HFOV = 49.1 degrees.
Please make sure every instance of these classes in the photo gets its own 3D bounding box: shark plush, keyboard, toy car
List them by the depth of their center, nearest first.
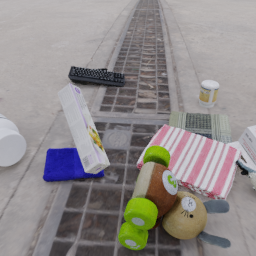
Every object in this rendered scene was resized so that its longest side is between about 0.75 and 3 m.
[{"bbox_3d":[1.309,1.977,6.901,2.535,2.000,2.082,17,42,6],"label":"toy car"},{"bbox_3d":[4.001,1.663,8.317,1.881,0.855,0.783,26,23,34],"label":"shark plush"},{"bbox_3d":[-1.628,-2.905,15.049,2.930,0.376,1.759,8,33,-7],"label":"keyboard"}]

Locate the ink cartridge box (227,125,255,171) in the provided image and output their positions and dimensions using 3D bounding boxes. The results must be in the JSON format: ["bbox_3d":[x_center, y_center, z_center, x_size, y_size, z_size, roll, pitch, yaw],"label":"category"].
[{"bbox_3d":[4.793,0.594,9.399,2.422,0.808,1.403,-11,53,-18],"label":"ink cartridge box"}]

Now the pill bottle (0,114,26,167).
[{"bbox_3d":[-4.689,0.250,9.611,2.581,1.543,1.543,27,42,35],"label":"pill bottle"}]

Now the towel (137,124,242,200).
[{"bbox_3d":[2.025,1.034,9.210,2.951,0.441,2.159,20,48,23],"label":"towel"}]

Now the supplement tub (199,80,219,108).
[{"bbox_3d":[3.655,-1.544,12.722,0.784,1.084,0.784,1,34,-1],"label":"supplement tub"}]

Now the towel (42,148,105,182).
[{"bbox_3d":[-1.775,1.104,9.268,1.957,0.485,1.445,-5,33,-8],"label":"towel"}]

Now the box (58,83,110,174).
[{"bbox_3d":[-1.247,-0.024,7.693,0.545,0.509,2.630,-34,64,19],"label":"box"}]

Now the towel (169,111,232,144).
[{"bbox_3d":[2.754,0.192,10.833,2.436,0.437,2.530,5,36,12],"label":"towel"}]

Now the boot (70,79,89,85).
[{"bbox_3d":[-2.501,-2.691,15.142,1.232,0.430,0.811,26,37,17],"label":"boot"}]
